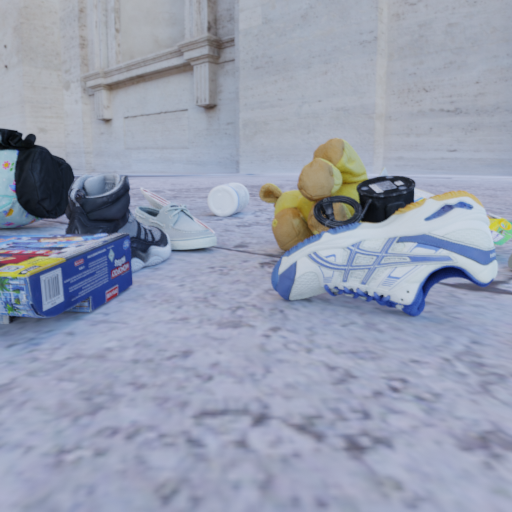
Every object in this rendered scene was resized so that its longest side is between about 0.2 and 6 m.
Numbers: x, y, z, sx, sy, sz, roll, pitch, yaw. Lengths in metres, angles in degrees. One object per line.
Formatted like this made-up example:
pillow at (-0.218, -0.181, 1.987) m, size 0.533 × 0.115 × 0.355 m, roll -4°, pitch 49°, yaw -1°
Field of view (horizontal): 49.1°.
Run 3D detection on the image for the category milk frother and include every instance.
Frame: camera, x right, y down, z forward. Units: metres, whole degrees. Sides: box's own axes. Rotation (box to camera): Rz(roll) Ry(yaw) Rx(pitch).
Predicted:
milk frother at (1.765, -0.344, 8.876) m, size 1.557 × 1.464 × 1.405 m, roll -4°, pitch 25°, yaw 12°

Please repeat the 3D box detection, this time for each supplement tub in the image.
supplement tub at (-0.873, -1.813, 17.938) m, size 1.007 × 1.007 × 1.527 m, roll 3°, pitch 11°, yaw 13°

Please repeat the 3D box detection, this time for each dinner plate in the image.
dinner plate at (-1.954, -1.024, 13.711) m, size 2.101 × 0.255 × 2.101 m, roll 31°, pitch 5°, yaw -3°

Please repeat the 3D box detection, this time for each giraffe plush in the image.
giraffe plush at (1.156, -0.870, 10.824) m, size 2.189 × 2.329 × 2.699 m, roll -16°, pitch 7°, yaw 37°

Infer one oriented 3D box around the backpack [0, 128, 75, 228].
backpack at (-6.772, -1.809, 14.167) m, size 3.556 × 2.251 × 2.968 m, roll 1°, pitch -12°, yaw 2°

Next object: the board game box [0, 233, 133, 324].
board game box at (-3.413, 0.282, 7.207) m, size 2.758 × 0.851 × 2.760 m, roll 1°, pitch 11°, yaw 10°

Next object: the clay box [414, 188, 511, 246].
clay box at (3.859, -0.623, 11.207) m, size 2.414 × 0.575 × 1.387 m, roll 28°, pitch 34°, yaw 33°

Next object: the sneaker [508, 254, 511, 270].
sneaker at (4.960, 0.125, 9.091) m, size 0.667 × 0.585 × 1.664 m, roll 38°, pitch -28°, yaw -31°

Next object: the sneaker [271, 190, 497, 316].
sneaker at (1.531, 0.217, 7.058) m, size 2.861 × 1.261 × 1.077 m, roll -21°, pitch -18°, yaw 23°

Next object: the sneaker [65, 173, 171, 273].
sneaker at (-2.326, -0.623, 9.780) m, size 1.106 × 1.667 × 2.930 m, roll 3°, pitch 11°, yaw 16°

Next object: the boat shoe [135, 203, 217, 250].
boat shoe at (-1.852, -0.671, 12.026) m, size 0.913 × 0.932 × 2.616 m, roll -10°, pitch 15°, yaw -44°
